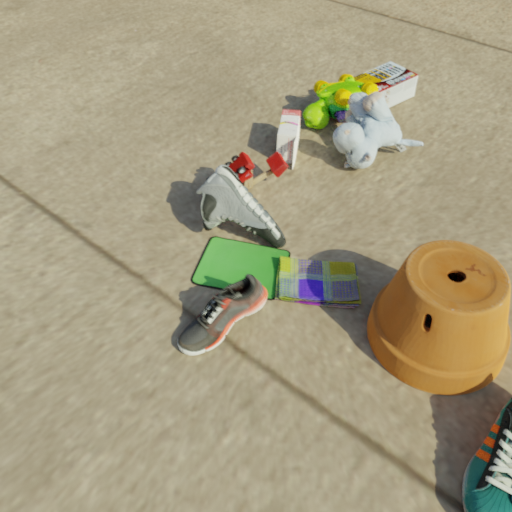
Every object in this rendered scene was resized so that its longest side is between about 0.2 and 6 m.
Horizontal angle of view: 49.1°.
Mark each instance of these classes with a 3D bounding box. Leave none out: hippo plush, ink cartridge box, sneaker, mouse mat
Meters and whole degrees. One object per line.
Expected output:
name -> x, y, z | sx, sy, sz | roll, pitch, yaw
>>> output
hippo plush -> 2.464, -2.673, 12.966 | 1.507, 1.874, 1.493 | -47, 16, -15
ink cartridge box -> 0.745, -2.727, 13.137 | 0.464, 0.801, 1.375 | 6, 45, 6
ink cartridge box -> 3.281, -4.615, 15.124 | 1.588, 0.666, 1.394 | -29, 51, -26
sneaker -> 3.505, 2.642, 7.643 | 0.842, 0.943, 2.360 | 24, 50, 23
sneaker -> -0.650, 0.897, 9.369 | 1.783, 0.730, 0.687 | -39, 51, -13
sneaker -> -0.407, -0.712, 11.100 | 1.168, 0.759, 2.023 | -40, 88, 5
mouse mat -> -0.275, 0.208, 10.725 | 1.677, 0.063, 1.350 | 11, 46, 11

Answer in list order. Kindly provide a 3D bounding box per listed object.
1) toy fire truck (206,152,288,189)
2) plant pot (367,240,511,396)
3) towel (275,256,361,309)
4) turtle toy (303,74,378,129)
toy fire truck -> -0.232, -1.718, 12.066 | 1.625, 1.146, 0.396 | -37, 63, 19
plant pot -> 3.023, 0.832, 9.007 | 2.285, 1.599, 2.285 | -1, 45, 1
towel -> 1.151, 0.459, 10.354 | 1.543, 0.176, 1.108 | 5, 46, 3
turtle toy -> 2.055, -3.829, 14.081 | 1.965, 0.993, 1.432 | -20, 34, -16
